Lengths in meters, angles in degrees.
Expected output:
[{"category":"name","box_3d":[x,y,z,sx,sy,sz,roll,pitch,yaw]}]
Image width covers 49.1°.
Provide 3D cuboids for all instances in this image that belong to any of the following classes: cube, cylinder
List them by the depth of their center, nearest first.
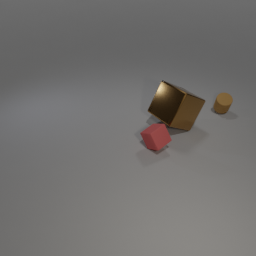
[{"category":"cube","box_3d":[1.006,0.312,10.123,0.700,0.700,0.700,-34,18,-25]},{"category":"cube","box_3d":[1.929,-0.881,11.235,1.400,1.400,1.400,10,21,-44]},{"category":"cylinder","box_3d":[4.250,-1.111,12.550,0.700,0.700,0.700,-1,62,3]}]
